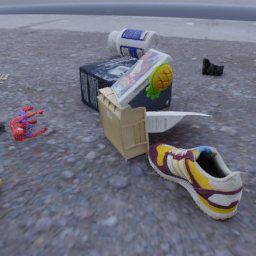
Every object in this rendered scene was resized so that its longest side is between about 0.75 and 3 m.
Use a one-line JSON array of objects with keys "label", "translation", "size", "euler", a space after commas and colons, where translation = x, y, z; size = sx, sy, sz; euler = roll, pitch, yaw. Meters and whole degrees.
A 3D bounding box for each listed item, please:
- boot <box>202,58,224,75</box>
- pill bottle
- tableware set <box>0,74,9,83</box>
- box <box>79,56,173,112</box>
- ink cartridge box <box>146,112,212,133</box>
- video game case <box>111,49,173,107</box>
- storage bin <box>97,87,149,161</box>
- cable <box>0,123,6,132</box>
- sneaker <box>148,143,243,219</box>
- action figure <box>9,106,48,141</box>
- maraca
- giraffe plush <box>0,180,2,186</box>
[{"label": "boot", "translation": [4.289, -3.083, 14.088], "size": [1.041, 0.524, 1.392], "euler": [2, 40, 17]}, {"label": "pill bottle", "translation": [0.288, -4.792, 16.011], "size": [2.718, 1.627, 1.627], "euler": [17, 34, 27]}, {"label": "tableware set", "translation": [-6.556, -2.174, 12.668], "size": [1.710, 0.390, 2.539], "euler": [-2, 30, -3]}, {"label": "box", "translation": [-0.090, -1.543, 10.459], "size": [2.484, 1.483, 2.526], "euler": [-23, 38, -34]}, {"label": "ink cartridge box", "translation": [1.163, -0.204, 8.484], "size": [2.238, 0.529, 1.791], "euler": [0, 6, -3]}, {"label": "video game case", "translation": [0.263, -1.336, 7.077], "size": [1.558, 0.196, 1.710], "euler": [-43, 21, 7]}, {"label": "storage bin", "translation": [-0.163, -0.192, 7.952], "size": [0.761, 1.612, 1.623], "euler": [-19, 35, -19]}, {"label": "cable", "translation": [-4.812, 0.462, 8.182], "size": [1.229, 0.637, 2.532], "euler": [-5, 13, 26]}, {"label": "sneaker", "translation": [1.488, 0.790, 6.561], "size": [1.037, 1.247, 2.767], "euler": [-19, 35, -29]}, {"label": "action figure", "translation": [-2.767, -0.206, 8.232], "size": [1.128, 0.744, 2.279], "euler": [-14, 17, -4]}, {"label": "maraca", "translation": [0.651, -0.975, 5.861], "size": [0.556, 0.811, 0.434], "euler": [20, 12, -47]}, {"label": "giraffe plush", "translation": [-3.794, 1.038, 5.924], "size": [1.607, 1.710, 1.982], "euler": [-33, 26, -27]}]
